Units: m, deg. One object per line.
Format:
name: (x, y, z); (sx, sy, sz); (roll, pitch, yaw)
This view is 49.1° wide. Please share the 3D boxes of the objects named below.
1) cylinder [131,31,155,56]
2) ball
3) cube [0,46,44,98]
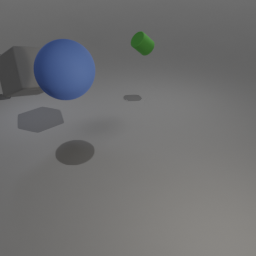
cylinder: (0.585, -3.374, 11.207); (0.700, 0.700, 0.700); (27, 8, -43)
ball: (-1.469, -1.350, 6.544); (1.400, 1.400, 1.400); (0, 30, 0)
cube: (-3.539, -1.940, 9.806); (1.400, 1.400, 1.400); (-11, 3, 41)
